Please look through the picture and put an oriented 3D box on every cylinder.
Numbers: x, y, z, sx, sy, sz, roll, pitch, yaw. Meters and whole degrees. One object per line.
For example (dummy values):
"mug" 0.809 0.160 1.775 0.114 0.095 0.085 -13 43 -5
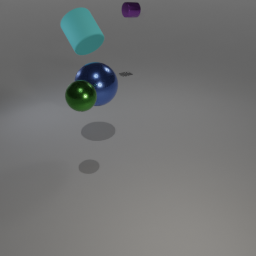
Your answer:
"cylinder" 0.151 -5.814 13.783 0.700 0.700 0.700 -14 32 -32
"cylinder" -1.931 -4.079 11.904 1.400 1.400 1.400 -23 78 -35

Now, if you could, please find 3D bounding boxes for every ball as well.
"ball" -1.016 -1.398 8.982 1.400 1.400 1.400 0 29 0
"ball" -1.043 -0.710 6.228 0.700 0.700 0.700 0 29 0
